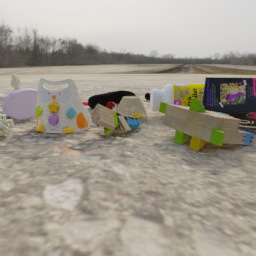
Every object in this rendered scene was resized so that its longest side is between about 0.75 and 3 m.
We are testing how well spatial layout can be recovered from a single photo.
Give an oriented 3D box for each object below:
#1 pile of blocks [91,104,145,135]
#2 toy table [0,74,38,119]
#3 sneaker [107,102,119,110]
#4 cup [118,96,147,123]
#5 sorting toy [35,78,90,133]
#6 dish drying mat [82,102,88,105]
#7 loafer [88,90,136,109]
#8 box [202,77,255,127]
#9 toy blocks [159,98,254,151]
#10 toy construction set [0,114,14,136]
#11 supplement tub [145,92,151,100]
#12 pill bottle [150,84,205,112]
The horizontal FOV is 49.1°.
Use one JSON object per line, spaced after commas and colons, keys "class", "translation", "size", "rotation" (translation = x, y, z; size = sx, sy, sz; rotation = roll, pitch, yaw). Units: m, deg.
{"class": "pile of blocks", "translation": [-0.346, -0.159, 10.228], "size": [2.720, 1.116, 0.845], "rotation": [-3, -32, -50]}
{"class": "toy table", "translation": [-4.859, -1.273, 12.437], "size": [1.238, 1.944, 2.115], "rotation": [26, 10, 28]}
{"class": "sneaker", "translation": [-0.512, -1.064, 14.430], "size": [1.130, 0.443, 0.653], "rotation": [25, 17, 33]}
{"class": "cup", "translation": [0.143, -0.836, 12.078], "size": [1.406, 1.005, 1.406], "rotation": [0, 15, 0]}
{"class": "sorting toy", "translation": [-2.581, -0.854, 10.236], "size": [2.137, 1.924, 1.142], "rotation": [2, 14, 10]}
{"class": "dish drying mat", "translation": [-2.351, -1.415, 16.284], "size": [0.406, 0.096, 1.056], "rotation": [-11, 18, -33]}
{"class": "loafer", "translation": [-0.865, -1.589, 15.158], "size": [2.658, 0.970, 0.948], "rotation": [-3, 15, -11]}
{"class": "box", "translation": [4.248, -0.948, 10.563], "size": [2.641, 1.401, 1.615], "rotation": [6, -15, 24]}
{"class": "toy blocks", "translation": [2.612, -0.134, 9.049], "size": [1.995, 1.458, 2.918], "rotation": [5, 11, -31]}
{"class": "toy construction set", "translation": [-4.758, -0.059, 8.728], "size": [1.580, 1.110, 2.410], "rotation": [-22, 3, 10]}
{"class": "supplement tub", "translation": [1.521, -2.072, 18.137], "size": [0.492, 0.492, 0.920], "rotation": [11, 17, 39]}
{"class": "pill bottle", "translation": [2.494, -1.271, 12.842], "size": [2.850, 1.486, 1.486], "rotation": [-1, 14, 0]}
